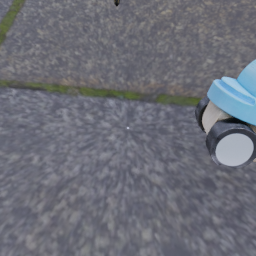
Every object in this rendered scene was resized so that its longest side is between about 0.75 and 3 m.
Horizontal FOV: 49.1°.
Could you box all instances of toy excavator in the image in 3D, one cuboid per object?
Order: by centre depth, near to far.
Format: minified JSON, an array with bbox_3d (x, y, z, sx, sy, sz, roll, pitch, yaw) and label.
[{"bbox_3d":[2.851,-0.607,4.189,2.886,2.969,1.483,20,26,-5],"label":"toy excavator"}]

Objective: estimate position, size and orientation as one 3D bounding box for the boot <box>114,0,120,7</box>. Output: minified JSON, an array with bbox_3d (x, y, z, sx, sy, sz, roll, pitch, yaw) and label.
[{"bbox_3d":[-0.314,-3.870,8.038,0.310,0.801,0.554,4,100,6],"label":"boot"}]
